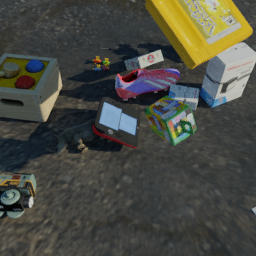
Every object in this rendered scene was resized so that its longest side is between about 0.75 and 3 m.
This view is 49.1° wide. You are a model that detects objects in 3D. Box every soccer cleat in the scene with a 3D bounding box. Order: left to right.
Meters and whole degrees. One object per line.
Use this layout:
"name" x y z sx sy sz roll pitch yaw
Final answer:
"soccer cleat" 0.880 -2.091 11.869 2.997 1.146 1.000 -19 43 -13

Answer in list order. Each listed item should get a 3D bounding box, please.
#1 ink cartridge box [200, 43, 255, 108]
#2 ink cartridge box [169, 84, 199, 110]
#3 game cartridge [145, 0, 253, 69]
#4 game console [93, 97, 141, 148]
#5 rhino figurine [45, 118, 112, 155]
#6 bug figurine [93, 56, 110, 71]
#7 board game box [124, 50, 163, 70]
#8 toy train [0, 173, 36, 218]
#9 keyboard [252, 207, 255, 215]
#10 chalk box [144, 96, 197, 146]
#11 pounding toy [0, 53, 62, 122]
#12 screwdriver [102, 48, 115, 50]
"ink cartridge box" 3.979 -2.086 11.238 1.599 2.204 0.923 -20 53 -16
"ink cartridge box" 2.297 -1.286 11.687 1.198 0.501 0.869 11 51 9
"game cartridge" 2.234 -3.472 8.699 2.983 0.484 2.630 -32 86 -30
"game console" -0.353 -0.262 10.471 1.763 0.309 1.993 20 43 -11
"rhino figurine" -1.815 0.350 10.189 2.422 0.724 1.059 -20 59 -19
"bug figurine" -1.257 -2.986 13.245 0.805 0.267 1.038 -1 46 -9
"board game box" 0.685 -3.018 12.565 1.164 0.507 1.578 -23 17 -18
"toy train" -4.018 2.028 8.750 2.328 0.992 1.326 1 38 4
"keyboard" 4.308 2.508 8.883 0.812 0.043 0.228 -19 48 -16
"chalk box" 1.292 -0.177 7.968 0.893 0.900 1.442 -33 34 -14
"pounding toy" -4.510 -1.746 10.960 2.913 2.071 2.682 7 49 4
"screwdriver" -1.037 -4.012 14.206 0.786 0.114 0.110 1 50 5
